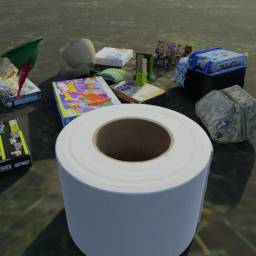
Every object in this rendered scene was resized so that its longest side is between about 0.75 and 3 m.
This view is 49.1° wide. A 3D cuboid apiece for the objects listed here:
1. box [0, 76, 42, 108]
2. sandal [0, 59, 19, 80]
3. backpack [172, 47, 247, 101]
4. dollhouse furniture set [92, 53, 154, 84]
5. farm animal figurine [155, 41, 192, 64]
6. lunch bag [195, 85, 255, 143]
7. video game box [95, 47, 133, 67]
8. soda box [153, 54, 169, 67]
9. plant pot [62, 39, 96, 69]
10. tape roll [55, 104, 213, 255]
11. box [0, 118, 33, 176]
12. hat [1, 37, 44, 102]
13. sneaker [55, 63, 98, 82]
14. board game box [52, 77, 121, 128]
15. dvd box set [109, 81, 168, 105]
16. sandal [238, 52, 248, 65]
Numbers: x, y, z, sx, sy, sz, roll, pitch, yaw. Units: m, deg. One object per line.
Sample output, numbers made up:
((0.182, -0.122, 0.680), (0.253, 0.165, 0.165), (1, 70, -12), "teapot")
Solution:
((-4.303, -1.448, 10.754), (1.318, 0.364, 1.929), (-20, 37, -29), "box")
((-5.273, -2.704, 12.348), (0.912, 0.819, 2.489), (5, 32, 8), "sandal")
((2.966, -2.187, 10.771), (2.231, 1.644, 2.444), (-16, 34, -23), "backpack")
((-0.228, -2.485, 11.357), (2.195, 1.102, 1.438), (8, 19, 20), "dollhouse furniture set")
((2.178, -3.695, 13.887), (1.818, 0.948, 1.798), (9, 15, -1), "farm animal figurine")
((2.915, -0.367, 8.318), (1.474, 1.224, 1.757), (-17, 32, 3), "lunch bag")
((-0.754, -3.635, 14.244), (1.601, 0.411, 1.758), (8, 33, 17), "video game box")
((1.321, -3.348, 13.724), (1.291, 0.457, 0.409), (17, 38, 26), "soda box")
((-2.066, -3.114, 12.676), (1.508, 1.508, 1.012), (-22, 73, -31), "plant pot")
((0.086, 0.953, 5.448), (2.755, 1.892, 2.755), (-1, 32, 0), "tape roll")
((-3.745, 0.579, 7.406), (2.001, 0.492, 2.072), (-14, 34, -24), "box")
((-3.612, -2.193, 10.401), (1.923, 1.693, 1.593), (-30, 18, -13), "hat")
((-2.061, -2.055, 11.377), (0.992, 0.830, 2.185), (23, 40, 23), "sneaker")
((-1.449, -0.884, 9.603), (1.880, 0.626, 2.797), (-11, 33, -17), "board game box")
((0.366, -1.393, 10.756), (1.383, 0.278, 1.891), (-25, 40, -35), "dvd box set")
((5.625, -3.420, 13.862), (0.580, 0.530, 1.333), (6, 24, 18), "sandal")
